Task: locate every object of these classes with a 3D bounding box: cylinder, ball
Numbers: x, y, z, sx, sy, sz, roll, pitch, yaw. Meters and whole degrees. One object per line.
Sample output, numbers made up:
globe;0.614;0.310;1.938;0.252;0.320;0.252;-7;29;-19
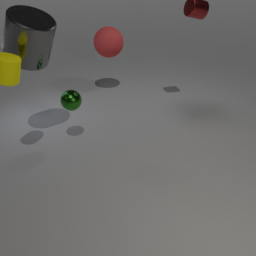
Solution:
cylinder;-2.981;-2.694;8.431;1.400;1.400;1.400;16;41;-14
cylinder;2.616;-4.583;10.746;0.700;0.700;0.700;1;27;-25
ball;-1.887;-0.919;9.296;0.700;0.700;0.700;0;30;0
ball;-0.906;-4.015;13.105;1.400;1.400;1.400;0;30;0
cylinder;-3.277;-1.587;7.554;0.700;0.700;0.700;13;28;-7
